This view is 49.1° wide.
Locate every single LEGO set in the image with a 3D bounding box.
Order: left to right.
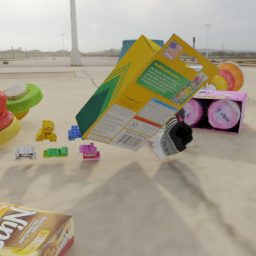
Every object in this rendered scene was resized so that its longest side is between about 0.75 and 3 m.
[{"bbox_3d":[-1.306,0.196,5.149,1.576,0.601,0.647,-1,-28,-9],"label":"LEGO set"}]

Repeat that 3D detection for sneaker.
[{"bbox_3d":[0.997,0.026,5.508,0.651,0.549,1.489,-14,28,34],"label":"sneaker"}]

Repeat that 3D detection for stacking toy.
[{"bbox_3d":[-3.677,-0.804,6.786,2.889,1.220,2.615,3,37,17],"label":"stacking toy"},{"bbox_3d":[4.440,-2.173,13.692,2.256,1.649,1.649,-29,29,-32],"label":"stacking toy"}]

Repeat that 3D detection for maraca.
[{"bbox_3d":[-3.559,-0.512,8.064,1.549,0.828,1.062,-22,20,-31],"label":"maraca"}]

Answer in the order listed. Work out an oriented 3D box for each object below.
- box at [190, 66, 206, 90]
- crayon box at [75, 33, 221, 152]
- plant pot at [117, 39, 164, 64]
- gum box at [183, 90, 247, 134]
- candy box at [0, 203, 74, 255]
[{"bbox_3d":[3.201,-2.266,13.522,0.967,1.385,1.819,6,16,22],"label":"box"},{"bbox_3d":[0.302,-0.576,4.754,1.374,2.186,0.564,18,36,-43],"label":"crayon box"},{"bbox_3d":[0.685,-2.626,12.568,2.753,2.587,2.753,1,15,0],"label":"plant pot"},{"bbox_3d":[1.877,-0.587,8.093,2.747,0.908,1.559,7,16,25],"label":"gum box"},{"bbox_3d":[-1.292,1.099,2.784,1.306,0.361,0.754,4,14,16],"label":"candy box"}]
